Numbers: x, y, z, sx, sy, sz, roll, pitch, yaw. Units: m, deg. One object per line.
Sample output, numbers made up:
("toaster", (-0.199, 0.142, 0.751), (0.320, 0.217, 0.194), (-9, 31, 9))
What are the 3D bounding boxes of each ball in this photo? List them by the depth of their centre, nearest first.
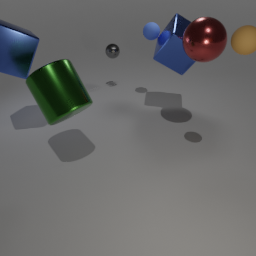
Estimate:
("ball", (2.895, -2.153, 6.875), (0.700, 0.700, 0.700), (0, 32, 0))
("ball", (2.449, -2.817, 8.981), (1.400, 1.400, 1.400), (0, 32, 0))
("ball", (0.965, -3.973, 11.516), (0.700, 0.700, 0.700), (0, 32, 0))
("ball", (-0.741, -3.693, 13.455), (0.700, 0.700, 0.700), (0, 32, 0))

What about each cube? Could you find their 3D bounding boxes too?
("cube", (-3.882, -2.595, 9.045), (1.400, 1.400, 1.400), (12, 19, -36))
("cube", (1.992, -3.211, 10.840), (1.400, 1.400, 1.400), (25, 51, -15))

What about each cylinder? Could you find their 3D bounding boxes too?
("cylinder", (-1.927, -0.995, 7.935), (1.400, 1.400, 1.400), (-28, 2, 1))
